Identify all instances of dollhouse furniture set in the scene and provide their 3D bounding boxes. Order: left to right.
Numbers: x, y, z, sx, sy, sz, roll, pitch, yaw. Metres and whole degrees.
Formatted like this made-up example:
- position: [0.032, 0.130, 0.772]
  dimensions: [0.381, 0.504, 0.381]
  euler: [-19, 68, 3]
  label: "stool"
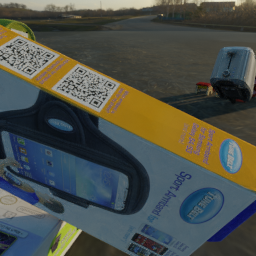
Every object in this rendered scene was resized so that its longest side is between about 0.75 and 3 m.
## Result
- position: [3.541, -1.560, 10.043]
  dimensions: [1.927, 0.784, 1.037]
  euler: [18, 29, 37]
  label: "dollhouse furniture set"

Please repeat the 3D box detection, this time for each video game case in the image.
- position: [-2.328, 1.241, 3.278]
  dimensions: [2.954, 0.671, 2.677]
  euler: [12, 24, 18]
  label: "video game case"

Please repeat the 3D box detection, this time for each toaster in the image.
- position: [3.205, -1.570, 8.333]
  dimensions: [1.080, 1.227, 1.900]
  euler: [12, -8, 35]
  label: "toaster"

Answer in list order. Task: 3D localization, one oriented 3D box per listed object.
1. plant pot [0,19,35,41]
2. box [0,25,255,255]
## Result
- position: [-4.885, -3.300, 11.247]
  dimensions: [2.661, 2.490, 2.490]
  euler: [2, 18, 45]
  label: "plant pot"
- position: [-0.229, 0.411, 2.722]
  dimensions: [2.896, 1.724, 0.601]
  euler: [27, 43, 5]
  label: "box"
